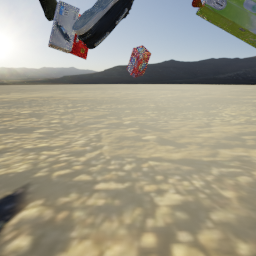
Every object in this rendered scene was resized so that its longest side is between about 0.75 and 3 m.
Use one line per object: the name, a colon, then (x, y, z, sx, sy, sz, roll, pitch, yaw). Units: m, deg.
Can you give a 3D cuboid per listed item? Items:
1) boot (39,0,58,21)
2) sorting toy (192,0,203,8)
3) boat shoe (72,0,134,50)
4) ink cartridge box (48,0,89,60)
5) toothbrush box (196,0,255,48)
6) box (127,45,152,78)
boot: (-2.775, -4.349, 8.969, 0.578, 1.271, 1.513, -33, -9, -10)
sorting toy: (1.830, -3.100, 6.489, 0.274, 0.790, 0.272, 12, 38, -42)
boat shoe: (-0.346, -2.813, 6.623, 2.226, 0.671, 0.841, -43, 44, -4)
ink cartridge box: (-1.668, -2.962, 8.555, 1.255, 1.424, 0.318, 14, -10, -27)
toothbrush box: (3.442, -3.238, 7.070, 2.704, 1.969, 1.164, 29, 11, -4)
box: (0.428, -2.701, 11.425, 0.551, 1.164, 0.597, -26, 64, -31)
